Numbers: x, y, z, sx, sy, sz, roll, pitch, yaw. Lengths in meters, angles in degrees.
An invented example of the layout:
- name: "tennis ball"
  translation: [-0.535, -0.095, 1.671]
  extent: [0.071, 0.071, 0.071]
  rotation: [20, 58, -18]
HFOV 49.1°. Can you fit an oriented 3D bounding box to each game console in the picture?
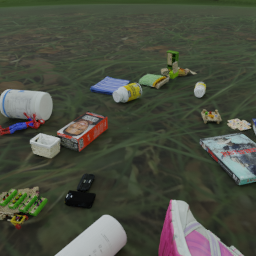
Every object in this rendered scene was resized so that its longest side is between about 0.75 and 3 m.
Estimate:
- name: "game console"
  translation: [-1.126, 1.587, 7.262]
  extent: [0.699, 0.143, 1.185]
  rotation: [6, 32, 9]

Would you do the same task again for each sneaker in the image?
- name: "sneaker"
  translation: [1.375, 2.478, 4.837]
  extent: [1.306, 1.204, 2.961]
  rotation: [2, 32, -11]

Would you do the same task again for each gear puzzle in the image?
- name: "gear puzzle"
  translation: [-2.959, 1.881, 6.726]
  extent: [1.608, 0.211, 0.833]
  rotation: [-8, 33, -8]

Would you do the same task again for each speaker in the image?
- name: "speaker"
  translation: [-0.856, 2.430, 5.184]
  extent: [0.745, 0.745, 1.835]
  rotation: [23, 37, 34]

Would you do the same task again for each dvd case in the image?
- name: "dvd case"
  translation: [3.383, 0.835, 8.441]
  extent: [1.590, 0.240, 2.178]
  rotation: [-8, 28, -13]

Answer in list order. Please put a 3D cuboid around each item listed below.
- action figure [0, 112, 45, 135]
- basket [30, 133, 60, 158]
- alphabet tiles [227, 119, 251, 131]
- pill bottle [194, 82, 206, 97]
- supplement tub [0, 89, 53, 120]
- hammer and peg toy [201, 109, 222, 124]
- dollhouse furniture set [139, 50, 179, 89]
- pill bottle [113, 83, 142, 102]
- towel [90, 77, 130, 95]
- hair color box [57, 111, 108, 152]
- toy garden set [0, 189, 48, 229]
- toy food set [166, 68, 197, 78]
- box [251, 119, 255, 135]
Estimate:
- name: "action figure"
  translation: [-3.751, -0.250, 9.901]
  extent: [1.531, 0.758, 0.500]
  rotation: [-10, 32, -22]
- name: "basket"
  translation: [-2.553, 0.559, 8.701]
  extent: [0.784, 0.484, 0.532]
  rotation: [13, 32, 20]
- name: "alphabet tiles"
  translation: [4.085, -0.119, 10.308]
  extent: [0.794, 0.058, 0.777]
  rotation: [-11, 31, -18]
- name: "pill bottle"
  translation: [3.257, -1.731, 12.685]
  extent: [0.484, 0.484, 0.846]
  rotation: [9, 31, 15]
- name: "supplement tub"
  translation: [-3.847, -0.876, 10.606]
  extent: [1.656, 1.093, 1.093]
  rotation: [5, 30, 10]
- name: "hammer and peg toy"
  translation: [3.172, -0.513, 10.717]
  extent: [0.686, 0.329, 0.933]
  rotation: [2, 30, 4]
- name: "dollhouse furniture set"
  translation: [1.703, -2.976, 14.046]
  extent: [1.250, 0.966, 2.501]
  rotation: [23, 45, 34]
- name: "pill bottle"
  translation: [-0.033, -1.499, 12.081]
  extent: [1.209, 0.677, 0.677]
  rotation: [-23, 37, -35]
- name: "towel"
  translation: [-0.851, -2.084, 13.571]
  extent: [1.341, 0.221, 1.852]
  rotation: [13, 32, 19]
- name: "hair color box"
  translation: [-1.494, 0.066, 9.514]
  extent: [0.868, 0.524, 1.711]
  rotation: [15, 34, 23]
- name: "toy garden set"
  translation: [-2.560, 1.795, 6.419]
  extent: [1.078, 0.215, 0.899]
  rotation: [9, 34, 18]
- name: "toy food set"
  translation: [2.801, -3.125, 15.263]
  extent: [1.639, 0.329, 1.131]
  rotation: [-11, 32, -19]
- name: "box"
  translation: [5.267, 0.063, 9.771]
  extent: [1.646, 0.267, 0.997]
  rotation: [4, 30, 10]
